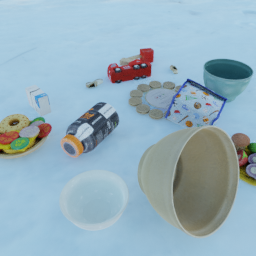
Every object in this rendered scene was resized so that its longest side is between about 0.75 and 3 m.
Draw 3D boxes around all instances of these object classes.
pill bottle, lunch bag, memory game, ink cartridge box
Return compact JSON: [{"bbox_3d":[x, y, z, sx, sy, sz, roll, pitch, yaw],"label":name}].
[{"bbox_3d":[-1.317,0.086,9.611,1.151,1.151,2.167,20,42,24],"label":"pill bottle"},{"bbox_3d":[2.689,-0.928,10.638,1.813,1.321,2.133,30,41,12],"label":"lunch bag"},{"bbox_3d":[1.514,-1.240,12.046,3.010,0.192,3.010,1,38,-1],"label":"memory game"},{"bbox_3d":[-3.664,-1.142,11.430,0.485,0.833,1.152,-27,46,-30],"label":"ink cartridge box"}]

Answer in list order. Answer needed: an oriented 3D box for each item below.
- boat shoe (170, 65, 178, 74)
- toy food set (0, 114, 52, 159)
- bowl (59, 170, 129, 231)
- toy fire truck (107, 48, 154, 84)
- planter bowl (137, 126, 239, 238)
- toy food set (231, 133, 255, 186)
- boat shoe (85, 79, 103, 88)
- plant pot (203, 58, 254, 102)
[{"bbox_3d":[2.356,-3.056,14.318,0.294,0.264,0.814,-6,39,-7],"label":"boat shoe"},{"bbox_3d":[-3.772,0.250,9.730,2.176,0.535,2.199,4,35,16],"label":"toy food set"},{"bbox_3d":[-0.849,2.020,7.405,1.797,0.808,1.797,-2,37,1],"label":"bowl"},{"bbox_3d":[0.204,-3.191,14.133,2.893,0.705,2.040,-13,40,-15],"label":"toy fire truck"},{"bbox_3d":[1.397,1.232,7.330,2.664,2.664,1.793,-31,21,-33],"label":"planter bowl"},{"bbox_3d":[3.736,0.819,8.898,2.493,0.814,1.466,30,51,33],"label":"toy food set"},{"bbox_3d":[-1.532,-2.036,13.019,0.849,0.317,0.291,-21,45,-11],"label":"boat shoe"},{"bbox_3d":[4.169,-1.951,12.046,2.008,1.345,2.008,0,38,0],"label":"plant pot"}]
